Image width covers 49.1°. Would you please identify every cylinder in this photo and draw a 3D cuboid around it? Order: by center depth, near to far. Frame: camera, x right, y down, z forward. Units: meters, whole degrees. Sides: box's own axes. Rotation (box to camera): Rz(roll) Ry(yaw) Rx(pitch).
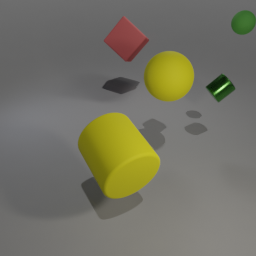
[{"bbox_3d":[-0.226,0.606,6.307,1.400,1.400,1.400,-17,49,-26],"label":"cylinder"},{"bbox_3d":[3.083,-1.331,9.360,0.700,0.700,0.700,-40,29,13],"label":"cylinder"}]

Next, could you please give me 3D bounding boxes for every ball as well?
[{"bbox_3d":[1.145,-1.448,7.903,1.400,1.400,1.400,0,31,0],"label":"ball"},{"bbox_3d":[3.510,-3.202,8.517,0.700,0.700,0.700,0,31,0],"label":"ball"}]

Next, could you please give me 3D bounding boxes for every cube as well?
[{"bbox_3d":[-0.034,-4.056,12.969,1.400,1.400,1.400,43,16,-2],"label":"cube"}]
